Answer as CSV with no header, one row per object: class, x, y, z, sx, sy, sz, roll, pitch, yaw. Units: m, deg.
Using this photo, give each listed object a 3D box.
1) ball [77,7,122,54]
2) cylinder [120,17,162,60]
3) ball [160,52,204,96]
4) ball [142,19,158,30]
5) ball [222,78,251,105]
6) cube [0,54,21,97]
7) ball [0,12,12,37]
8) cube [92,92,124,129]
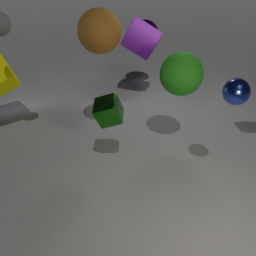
ball,-0.901,-3.056,8.846,1.400,1.400,1.400,0,31,0
cylinder,0.591,-4.000,12.562,1.400,1.400,1.400,30,31,-8
ball,1.719,-1.733,9.009,1.400,1.400,1.400,0,31,0
ball,0.823,-4.625,13.840,1.400,1.400,1.400,0,31,0
ball,2.789,-0.931,7.209,0.700,0.700,0.700,0,31,0
cube,-5.033,-1.963,10.267,1.400,1.400,1.400,-34,2,-11
ball,-3.755,-3.016,8.121,0.700,0.700,0.700,0,31,0
cube,-0.578,-0.512,8.324,0.700,0.700,0.700,-14,44,17
